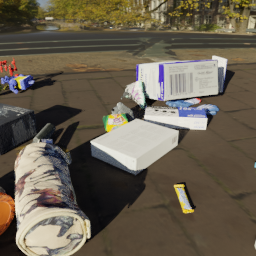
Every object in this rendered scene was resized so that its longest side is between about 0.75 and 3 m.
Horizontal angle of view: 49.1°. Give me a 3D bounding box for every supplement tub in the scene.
[{"bbox_3d":[-3.124,1.455,5.421,1.737,1.064,1.064,11,26,26],"label":"supplement tub"}]

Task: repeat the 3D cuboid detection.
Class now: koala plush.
[{"bbox_3d":[-0.294,-0.519,10.309,0.833,0.803,0.906,21,6,-34],"label":"koala plush"}]

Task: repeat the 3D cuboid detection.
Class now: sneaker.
[{"bbox_3d":[0.194,-1.328,12.027,1.046,0.581,1.496,-12,49,6],"label":"sneaker"}]

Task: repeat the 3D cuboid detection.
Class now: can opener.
[{"bbox_3d":[-2.571,0.540,8.324,0.706,0.559,2.125,33,21,-14],"label":"can opener"}]

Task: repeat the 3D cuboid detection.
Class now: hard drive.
[{"bbox_3d":[4.536,-2.735,14.166,0.206,1.623,1.070,-7,25,-15],"label":"hard drive"}]

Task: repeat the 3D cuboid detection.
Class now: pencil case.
[{"bbox_3d":[-1.601,1.294,5.689,1.308,1.138,2.925,-22,29,-12],"label":"pencil case"}]

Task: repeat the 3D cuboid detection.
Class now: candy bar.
[{"bbox_3d":[1.253,1.585,6.315,0.245,0.109,0.983,-1,23,-3],"label":"candy bar"}]

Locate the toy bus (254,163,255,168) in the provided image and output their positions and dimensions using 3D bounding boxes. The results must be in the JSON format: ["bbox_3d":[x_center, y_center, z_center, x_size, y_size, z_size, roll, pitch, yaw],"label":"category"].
[{"bbox_3d":[3.910,0.962,7.209,0.945,0.517,1.001,-11,26,-23],"label":"toy bus"}]

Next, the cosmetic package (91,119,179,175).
[{"bbox_3d":[0.243,0.451,8.300,1.636,0.561,2.170,20,31,35],"label":"cosmetic package"}]

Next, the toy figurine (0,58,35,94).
[{"bbox_3d":[-5.553,-2.453,13.895,1.687,1.486,2.817,9,26,7],"label":"toy figurine"}]

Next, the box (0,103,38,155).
[{"bbox_3d":[-4.063,-0.023,8.908,1.589,0.949,1.616,12,28,25],"label":"box"}]

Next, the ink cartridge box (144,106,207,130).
[{"bbox_3d":[1.713,-0.394,10.301,2.187,0.483,1.028,3,25,6],"label":"ink cartridge box"}]

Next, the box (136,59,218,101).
[{"bbox_3d":[2.075,-2.210,12.524,2.647,1.510,2.878,-9,14,-20],"label":"box"}]

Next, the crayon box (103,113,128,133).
[{"bbox_3d":[-0.391,-0.115,9.521,0.794,0.232,0.685,-10,67,-20],"label":"crayon box"}]

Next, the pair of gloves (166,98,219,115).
[{"bbox_3d":[2.724,-0.921,11.806,1.695,0.240,2.109,-13,26,-26],"label":"pair of gloves"}]
